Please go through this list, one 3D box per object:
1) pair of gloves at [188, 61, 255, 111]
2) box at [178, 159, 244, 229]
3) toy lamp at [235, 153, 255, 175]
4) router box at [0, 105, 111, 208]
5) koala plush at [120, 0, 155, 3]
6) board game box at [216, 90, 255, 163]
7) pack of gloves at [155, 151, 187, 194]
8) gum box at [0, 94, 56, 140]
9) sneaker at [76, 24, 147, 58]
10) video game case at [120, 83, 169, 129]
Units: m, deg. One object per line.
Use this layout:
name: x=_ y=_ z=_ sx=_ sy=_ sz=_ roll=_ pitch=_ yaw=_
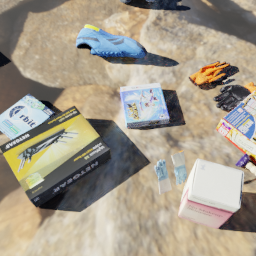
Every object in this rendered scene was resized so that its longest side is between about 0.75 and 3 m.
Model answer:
pair of gloves: x=3.219 y=-1.460 z=9.426 sx=1.768 sy=0.245 sz=1.984 roll=-28 pitch=64 yaw=-19
box: x=1.882 y=1.591 z=6.555 sx=1.047 sy=1.638 sz=0.892 roll=15 pitch=57 yaw=10
toy lamp: x=3.703 y=1.406 z=7.368 sx=0.519 sy=0.519 sz=1.783 roll=-37 pitch=65 yaw=-22
router box: x=-1.975 y=0.690 z=7.751 sx=2.406 sy=0.628 sz=1.892 roll=-33 pitch=62 yaw=-20
koala plush: x=0.440 y=-5.911 z=11.957 sx=1.458 sy=1.340 sz=1.293 roll=2 pitch=47 yaw=-24
board game box: x=4.344 y=0.223 z=7.962 sx=2.157 sy=0.659 sz=2.848 roll=-36 pitch=66 yaw=-21
pack of gloves: x=1.047 y=1.079 z=6.960 sx=0.815 sy=0.970 sz=0.191 roll=-19 pitch=25 yaw=-13
gum box: x=-3.149 y=-0.259 z=8.578 sx=1.204 sy=0.316 sz=1.417 roll=34 pitch=63 yaw=20
sneaker: x=-0.632 y=-2.832 z=10.057 sx=2.614 sy=0.862 sz=1.025 roll=21 pitch=77 yaw=11
video game case: x=0.498 y=-0.738 z=8.884 sx=1.330 sy=0.334 sz=1.468 roll=-8 pitch=57 yaw=-4
